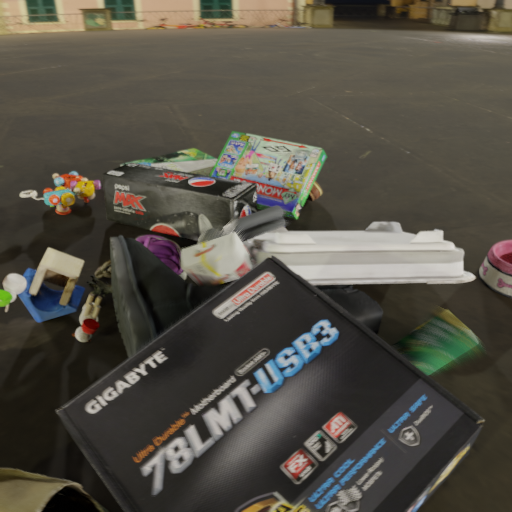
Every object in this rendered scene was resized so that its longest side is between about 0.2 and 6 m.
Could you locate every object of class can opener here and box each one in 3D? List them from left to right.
[{"bbox_3d":[-0.193,-0.328,8.473,1.414,0.377,0.473,-21,36,-10],"label":"can opener"}]

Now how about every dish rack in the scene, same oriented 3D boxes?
[{"bbox_3d":[1.412,-0.110,9.057,3.404,0.741,2.921,-2,8,-8],"label":"dish rack"}]

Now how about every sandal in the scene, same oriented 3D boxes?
[{"bbox_3d":[-1.745,-0.080,10.365,0.796,0.481,1.955,-14,31,-25],"label":"sandal"}]

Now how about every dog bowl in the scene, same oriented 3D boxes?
[{"bbox_3d":[4.691,0.211,9.763,1.463,0.540,1.463,-1,28,0],"label":"dog bowl"}]

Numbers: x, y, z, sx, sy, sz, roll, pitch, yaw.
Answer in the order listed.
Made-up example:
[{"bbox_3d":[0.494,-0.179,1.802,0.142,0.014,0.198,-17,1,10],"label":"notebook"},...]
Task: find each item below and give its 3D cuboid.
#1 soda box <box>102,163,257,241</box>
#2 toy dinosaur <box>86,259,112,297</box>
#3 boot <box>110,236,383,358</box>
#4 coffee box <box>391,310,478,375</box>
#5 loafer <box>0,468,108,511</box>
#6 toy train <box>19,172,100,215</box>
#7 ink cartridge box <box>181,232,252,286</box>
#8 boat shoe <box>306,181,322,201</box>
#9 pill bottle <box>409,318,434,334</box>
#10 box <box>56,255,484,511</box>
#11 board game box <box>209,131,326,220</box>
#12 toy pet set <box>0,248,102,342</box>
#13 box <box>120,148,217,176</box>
[{"bbox_3d":[-1.590,-1.082,11.551,3.188,1.128,1.010,13,28,25],"label":"soda box"},{"bbox_3d":[-1.884,0.582,9.030,2.783,0.661,1.227,22,29,30],"label":"toy dinosaur"},{"bbox_3d":[-0.270,0.544,8.123,3.379,1.109,2.785,-7,38,-20],"label":"boot"},{"bbox_3d":[2.185,1.209,7.248,1.156,0.254,0.711,-34,16,7],"label":"coffee box"},{"bbox_3d":[-1.961,2.470,5.291,2.197,0.741,0.835,11,30,20],"label":"loafer"},{"bbox_3d":[-4.433,-1.428,12.926,1.423,0.527,1.894,7,26,16],"label":"toy train"},{"bbox_3d":[-0.552,0.091,7.901,0.842,0.611,0.351,-18,48,15],"label":"ink cartridge box"},{"bbox_3d":[0.470,-1.847,13.458,2.465,0.887,0.832,32,78,29],"label":"boat shoe"},{"bbox_3d":[2.450,1.206,7.974,0.822,0.460,0.460,-21,34,-34],"label":"pill bottle"},{"bbox_3d":[0.083,1.688,5.465,2.931,0.728,2.909,-34,55,-24],"label":"box"},{"bbox_3d":[0.157,-1.903,12.873,2.499,0.364,1.682,17,73,30],"label":"board game box"},{"bbox_3d":[-3.293,0.692,8.309,1.900,1.009,1.774,23,23,-16],"label":"toy pet set"},{"bbox_3d":[-2.132,-2.225,14.479,2.244,0.408,1.619,-19,34,-33],"label":"box"}]
